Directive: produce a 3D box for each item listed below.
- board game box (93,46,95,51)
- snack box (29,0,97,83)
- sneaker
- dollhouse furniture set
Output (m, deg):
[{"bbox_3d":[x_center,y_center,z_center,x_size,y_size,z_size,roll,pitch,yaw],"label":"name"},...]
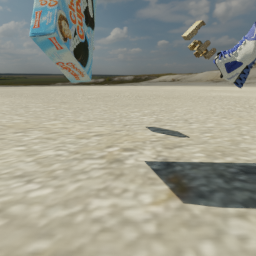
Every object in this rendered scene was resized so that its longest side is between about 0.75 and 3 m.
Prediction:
[{"bbox_3d":[-1.816,-2.989,9.343,1.372,0.235,0.922,25,-16,40],"label":"board game box"},{"bbox_3d":[-1.141,-2.530,5.558,0.523,2.818,1.637,-3,-18,13],"label":"snack box"},{"bbox_3d":[3.340,-2.246,8.678,1.188,2.056,0.831,19,42,11],"label":"sneaker"},{"bbox_3d":[3.085,-3.676,11.770,1.346,0.894,1.180,44,4,-20],"label":"dollhouse furniture set"}]
